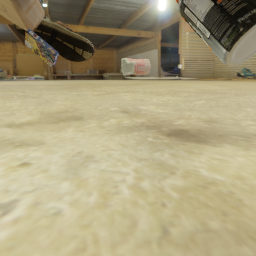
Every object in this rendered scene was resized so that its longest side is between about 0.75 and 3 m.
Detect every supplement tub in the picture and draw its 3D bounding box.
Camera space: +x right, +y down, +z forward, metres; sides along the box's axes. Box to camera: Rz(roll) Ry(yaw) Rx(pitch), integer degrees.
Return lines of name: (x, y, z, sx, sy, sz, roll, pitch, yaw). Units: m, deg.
supplement tub: (2.239, -2.826, 6.778, 1.487, 1.487, 2.427, -10, 59, -40)

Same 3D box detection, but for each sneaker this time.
sneaker: (0.314, -2.258, 10.356, 0.835, 0.601, 1.597, -6, 18, -19)

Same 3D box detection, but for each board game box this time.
board game box: (-1.874, -1.713, 6.053, 0.133, 0.767, 0.519, -54, 10, -25)

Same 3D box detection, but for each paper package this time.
paper package: (-2.593, -2.891, 6.127, 1.175, 0.638, 1.233, 32, -11, 6)

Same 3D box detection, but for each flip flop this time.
flip flop: (-2.182, -2.902, 8.716, 2.625, 0.756, 1.065, 19, -36, -32)
